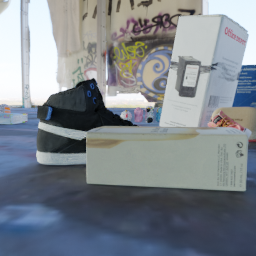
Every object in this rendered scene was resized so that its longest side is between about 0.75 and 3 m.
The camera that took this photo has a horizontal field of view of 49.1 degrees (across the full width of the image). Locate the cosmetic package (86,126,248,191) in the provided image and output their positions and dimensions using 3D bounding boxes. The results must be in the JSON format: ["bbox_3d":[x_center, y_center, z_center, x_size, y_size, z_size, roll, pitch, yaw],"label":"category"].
[{"bbox_3d":[0.382,0.267,2.935,1.498,0.532,0.788,1,5,9],"label":"cosmetic package"}]

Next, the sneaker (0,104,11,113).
[{"bbox_3d":[-5.943,-0.595,11.194,1.447,1.002,2.583,-4,-5,4],"label":"sneaker"}]

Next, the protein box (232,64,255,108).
[{"bbox_3d":[4.242,-1.020,9.148,1.958,1.972,1.330,1,5,15],"label":"protein box"}]

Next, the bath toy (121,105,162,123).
[{"bbox_3d":[0.480,-0.501,10.387,1.520,0.661,0.562,-4,-14,-4],"label":"bath toy"}]

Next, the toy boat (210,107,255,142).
[{"bbox_3d":[2.368,-0.006,6.012,1.135,0.741,0.742,2,-24,25],"label":"toy boat"}]

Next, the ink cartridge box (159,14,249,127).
[{"bbox_3d":[1.970,-1.271,7.134,1.128,2.706,1.965,17,14,36],"label":"ink cartridge box"}]

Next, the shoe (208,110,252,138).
[{"bbox_3d":[1.715,0.019,4.900,0.558,0.438,1.227,43,10,5],"label":"shoe"}]

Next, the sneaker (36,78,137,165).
[{"bbox_3d":[-0.204,-0.107,3.775,2.006,1.122,0.733,-1,5,-13],"label":"sneaker"}]

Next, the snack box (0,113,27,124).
[{"bbox_3d":[-4.668,-0.381,10.879,1.014,0.407,1.202,1,7,9],"label":"snack box"}]
